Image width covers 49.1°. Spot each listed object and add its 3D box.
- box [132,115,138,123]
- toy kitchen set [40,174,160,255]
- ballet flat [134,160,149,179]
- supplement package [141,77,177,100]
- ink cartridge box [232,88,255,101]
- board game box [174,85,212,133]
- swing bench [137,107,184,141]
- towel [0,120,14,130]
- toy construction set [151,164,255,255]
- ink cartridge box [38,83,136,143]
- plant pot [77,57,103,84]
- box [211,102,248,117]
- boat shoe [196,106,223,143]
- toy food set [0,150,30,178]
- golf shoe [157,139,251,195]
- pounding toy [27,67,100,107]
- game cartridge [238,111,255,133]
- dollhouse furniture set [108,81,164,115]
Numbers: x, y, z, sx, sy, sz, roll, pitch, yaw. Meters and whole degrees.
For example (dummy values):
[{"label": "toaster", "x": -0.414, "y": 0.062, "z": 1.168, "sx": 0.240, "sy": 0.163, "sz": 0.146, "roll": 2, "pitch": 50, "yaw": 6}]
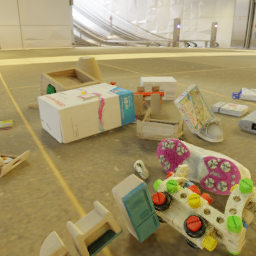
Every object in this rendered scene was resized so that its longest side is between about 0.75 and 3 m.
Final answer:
[{"label": "box", "x": -0.045, "y": -0.452, "z": 11.623, "sx": 0.773, "sy": 0.195, "sz": 1.081, "roll": -3, "pitch": 22, "yaw": -7}, {"label": "toy kitchen set", "x": -0.080, "y": 1.991, "z": 4.305, "sx": 1.978, "sy": 1.165, "sz": 1.585, "roll": -33, "pitch": 34, "yaw": -22}, {"label": "ballet flat", "x": 0.309, "y": 1.046, "z": 7.433, "sx": 0.288, "sy": 0.288, "sz": 0.830, "roll": -7, "pitch": 21, "yaw": -17}, {"label": "supplement package", "x": 1.592, "y": -2.148, "z": 15.006, "sx": 1.781, "sy": 0.987, "sz": 1.387, "roll": 0, "pitch": 21, "yaw": -2}, {"label": "ink cartridge box", "x": 6.496, "y": -1.833, "z": 15.112, "sx": 1.619, "sy": 0.329, "sz": 1.616, "roll": 7, "pitch": 22, "yaw": 18}, {"label": "board game box", "x": 2.160, "y": -0.618, "z": 9.182, "sx": 0.901, "sy": 1.340, "sz": 0.229, "roll": -43, "pitch": 27, "yaw": -17}, {"label": "swing bench", "x": 1.155, "y": -0.027, "z": 9.569, "sx": 1.371, "sy": 0.894, "sz": 1.379, "roll": 8, "pitch": 28, "yaw": 20}, {"label": "towel", "x": -5.042, "y": -0.114, "z": 10.793, "sx": 1.230, "sy": 0.140, "sz": 0.883, "roll": -5, "pitch": 22, "yaw": -13}, {"label": "toy construction set", "x": 1.443, "y": 1.374, "z": 5.343, "sx": 1.670, "sy": 1.173, "sz": 2.546, "roll": -39, "pitch": 29, "yaw": -23}, {"label": "ink cartridge box", "x": -1.545, "y": -0.682, "z": 10.455, "sx": 2.998, "sy": 1.269, "sz": 2.166, "roll": -19, "pitch": 27, "yaw": -31}, {"label": "plant pot", "x": -2.328, "y": -3.085, "z": 16.146, "sx": 1.805, "sy": 1.927, "sz": 1.805, "roll": -2, "pitch": 21, "yaw": 1}, {"label": "box", "x": 4.581, "y": -0.869, "z": 12.627, "sx": 1.332, "sy": 0.274, "sz": 1.038, "roll": 16, "pitch": 26, "yaw": 35}, {"label": "boat shoe", "x": 2.712, "y": -0.382, "z": 10.022, "sx": 0.826, "sy": 0.719, "sz": 2.242, "roll": -6, "pitch": 43, "yaw": -11}, {"label": "toy food set", "x": -3.754, "y": 0.833, "z": 7.747, "sx": 1.637, "sy": 0.495, "sz": 1.175, "roll": 5, "pitch": 21, "yaw": 14}, {"label": "golf shoe", "x": 1.849, "y": 0.953, "z": 7.142, "sx": 1.186, "sy": 0.976, "sz": 2.591, "roll": 8, "pitch": 11, "yaw": -40}, {"label": "pounding toy", "x": -3.019, "y": -1.570, "z": 13.000, "sx": 2.484, "sy": 1.766, "sz": 2.287, "roll": -22, "pitch": 44, "yaw": -40}, {"label": "game cartridge", "x": 5.632, "y": -0.086, "z": 10.279, "sx": 2.584, "sy": 0.537, "sz": 1.721, "roll": 17, "pitch": 31, "yaw": 38}, {"label": "dollhouse furniture set", "x": 0.398, "y": -1.483, "z": 12.546, "sx": 2.454, "sy": 1.278, "sz": 2.480, "roll": -1, "pitch": 16, "yaw": 6}]
